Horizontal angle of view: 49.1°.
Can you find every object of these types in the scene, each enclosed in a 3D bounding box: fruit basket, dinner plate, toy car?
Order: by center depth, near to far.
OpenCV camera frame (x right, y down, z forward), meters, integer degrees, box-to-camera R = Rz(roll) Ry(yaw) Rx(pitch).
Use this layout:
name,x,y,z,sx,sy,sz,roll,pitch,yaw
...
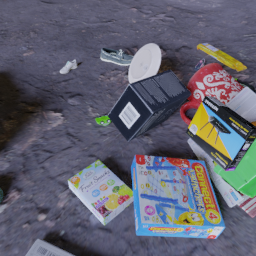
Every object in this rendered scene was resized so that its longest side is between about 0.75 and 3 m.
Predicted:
name,x,y,z,sx,sy,sz,roll,pitch,yaw
fruit basket,3.210,0.451,8.001,1.294,2.558,2.761,32,22,-30
toy car,-0.531,-0.339,10.039,1.273,0.302,1.353,-15,44,-15
dinner plate,0.537,-2.326,10.377,0.214,1.762,1.762,16,30,-38

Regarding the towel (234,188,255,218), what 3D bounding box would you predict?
name,x,y,z,sx,sy,sz,roll,pitch,yaw
towel,3.263,1.978,7.694,0.634,0.100,0.881,-26,47,-22

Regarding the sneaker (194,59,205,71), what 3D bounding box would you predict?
name,x,y,z,sx,sy,sz,roll,pitch,yaw
sneaker,3.255,-2.890,12.757,0.286,0.334,0.814,25,48,24

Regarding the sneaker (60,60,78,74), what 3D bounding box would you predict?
name,x,y,z,sx,sy,sz,roll,pitch,yaw
sneaker,-2.695,-2.784,12.581,0.357,0.420,0.949,30,51,27

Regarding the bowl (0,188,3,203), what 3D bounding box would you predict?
name,x,y,z,sx,sy,sz,roll,pitch,yaw
bowl,-3.972,1.803,7.566,0.999,0.523,0.999,-1,44,1

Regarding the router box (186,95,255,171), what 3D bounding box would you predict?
name,x,y,z,sx,sy,sz,roll,pitch,yaw
router box,2.021,0.089,6.174,0.366,1.068,1.432,4,30,-34

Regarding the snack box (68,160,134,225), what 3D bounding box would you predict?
name,x,y,z,sx,sy,sz,roll,pitch,yaw
snack box,-0.739,1.716,7.715,1.117,0.416,1.570,-32,53,-31

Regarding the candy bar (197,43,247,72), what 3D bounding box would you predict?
name,x,y,z,sx,sy,sz,roll,pitch,yaw
candy bar,4.397,-3.427,13.353,0.702,0.312,2.814,-20,46,-25

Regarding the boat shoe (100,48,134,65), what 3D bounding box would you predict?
name,x,y,z,sx,sy,sz,roll,pitch,yaw
boat shoe,-0.454,-3.380,13.121,1.793,0.554,0.653,13,44,13

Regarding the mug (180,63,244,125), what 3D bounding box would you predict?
name,x,y,z,sx,sy,sz,roll,pitch,yaw
mug,3.282,-0.674,9.804,1.681,2.236,2.519,12,32,-46

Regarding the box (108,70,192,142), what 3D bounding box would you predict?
name,x,y,z,sx,sy,sz,roll,pitch,yaw
box,0.700,-0.751,8.951,2.133,1.583,1.142,-26,73,-42

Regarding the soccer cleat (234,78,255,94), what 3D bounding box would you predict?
name,x,y,z,sx,sy,sz,roll,pitch,yaw
soccer cleat,4.506,-1.149,10.501,1.114,0.928,2.748,-10,42,-18

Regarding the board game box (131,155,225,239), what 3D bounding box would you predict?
name,x,y,z,sx,sy,sz,roll,pitch,yaw
board game box,1.187,1.729,7.311,2.052,0.586,2.096,6,42,-10

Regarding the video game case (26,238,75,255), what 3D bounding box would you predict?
name,x,y,z,sx,sy,sz,roll,pitch,yaw
video game case,-1.500,3.720,5.687,2.434,0.268,2.216,17,45,17
